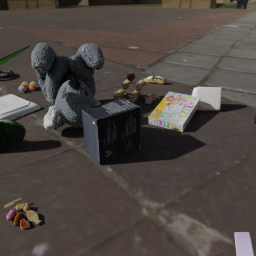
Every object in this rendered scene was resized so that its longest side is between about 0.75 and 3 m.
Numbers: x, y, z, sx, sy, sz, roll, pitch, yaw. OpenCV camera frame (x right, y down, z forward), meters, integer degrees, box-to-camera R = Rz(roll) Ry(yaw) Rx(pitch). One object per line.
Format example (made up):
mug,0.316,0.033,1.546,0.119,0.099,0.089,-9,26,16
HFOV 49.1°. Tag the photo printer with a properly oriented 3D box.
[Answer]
photo printer,2.845,-1.070,10.211,1.018,0.847,0.354,3,4,3

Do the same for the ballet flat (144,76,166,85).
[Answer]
ballet flat,1.212,-2.236,12.859,1.082,0.341,0.371,9,30,17

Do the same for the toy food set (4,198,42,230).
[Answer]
toy food set,-2.169,1.792,5.686,0.519,0.128,0.816,-23,44,-35

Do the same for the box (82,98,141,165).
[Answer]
box,-0.428,0.059,7.555,1.377,1.354,0.808,-19,34,-31

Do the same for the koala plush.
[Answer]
koala plush,-1.803,-1.064,9.296,2.407,2.494,2.714,-8,51,-21

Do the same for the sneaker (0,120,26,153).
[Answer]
sneaker,-4.167,0.078,7.932,2.506,0.978,1.067,-2,28,-3

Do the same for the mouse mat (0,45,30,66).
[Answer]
mouse mat,-3.117,-1.691,7.040,1.257,0.047,1.012,-15,24,35

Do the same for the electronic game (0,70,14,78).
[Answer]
electronic game,-6.205,-2.595,13.584,1.277,0.266,1.277,-3,25,2

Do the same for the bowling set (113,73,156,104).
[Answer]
bowling set,0.294,-1.642,10.971,1.709,1.189,0.917,11,29,11

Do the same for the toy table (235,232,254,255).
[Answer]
toy table,2.018,2.188,3.317,1.240,1.946,2.117,-7,35,20

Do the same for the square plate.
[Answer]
square plate,-4.541,-0.755,10.206,1.957,0.278,1.939,21,35,33

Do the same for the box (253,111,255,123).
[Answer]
box,5.072,-0.614,9.359,1.354,0.841,1.365,15,32,28

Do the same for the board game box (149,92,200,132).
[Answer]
board game box,1.623,-0.609,9.593,1.193,0.304,1.775,15,41,25

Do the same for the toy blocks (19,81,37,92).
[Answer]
toy blocks,-4.300,-1.732,11.992,0.650,0.283,0.780,-2,29,-3
